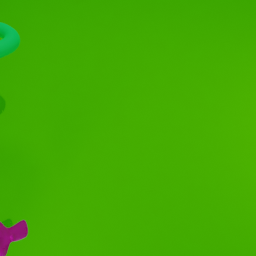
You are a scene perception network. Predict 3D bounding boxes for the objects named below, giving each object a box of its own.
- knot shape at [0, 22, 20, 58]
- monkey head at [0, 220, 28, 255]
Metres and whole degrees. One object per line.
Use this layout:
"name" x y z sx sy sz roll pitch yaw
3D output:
"knot shape" -2.791 -1.180 4.947 1.654 0.817 1.768 -37 33 15
"monkey head" -2.171 1.765 4.580 0.733 0.875 1.217 -1 97 34
